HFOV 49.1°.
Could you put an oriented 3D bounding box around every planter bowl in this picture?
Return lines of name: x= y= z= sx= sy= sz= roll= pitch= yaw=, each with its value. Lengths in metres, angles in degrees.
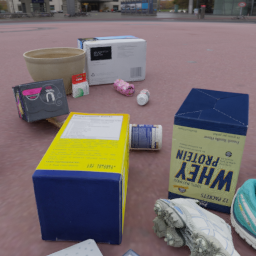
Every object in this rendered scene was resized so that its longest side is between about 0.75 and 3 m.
planter bowl: x=-2.915 y=-2.292 z=11.504 sx=2.406 sy=1.619 sz=2.406 roll=0 pitch=25 yaw=0

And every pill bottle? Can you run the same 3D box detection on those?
pill bottle: x=0.568 y=-1.121 z=10.423 sx=0.422 sy=0.422 sz=0.763 roll=5 pitch=26 yaw=11
pill bottle: x=0.285 y=0.232 z=7.288 sx=1.173 sy=0.651 sz=0.651 roll=1 pitch=25 yaw=3

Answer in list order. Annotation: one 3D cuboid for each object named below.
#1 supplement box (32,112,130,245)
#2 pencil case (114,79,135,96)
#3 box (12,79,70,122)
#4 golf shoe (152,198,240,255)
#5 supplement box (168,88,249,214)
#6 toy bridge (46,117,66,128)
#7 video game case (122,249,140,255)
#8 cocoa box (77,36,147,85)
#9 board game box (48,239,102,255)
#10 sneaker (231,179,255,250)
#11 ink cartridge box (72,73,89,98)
supplement box: x=-0.682 y=0.773 z=5.353 sx=1.333 sy=1.341 sz=2.449 roll=2 pitch=26 yaw=3
pencil case: x=-0.170 y=-1.682 z=11.558 sx=0.499 sy=0.477 sz=1.153 roll=-7 pitch=24 yaw=-30
box: x=-2.722 y=-0.879 z=8.567 sx=1.232 sy=1.069 sz=2.016 roll=-15 pitch=13 yaw=-26
golf shoe: x=1.301 y=1.679 z=4.134 sx=1.045 sy=0.841 sz=2.149 roll=-7 pitch=27 yaw=-27
supplement box: x=1.656 y=0.346 z=5.692 sx=1.214 sy=1.807 sz=1.809 roll=10 pitch=27 yaw=20
toy bridge: x=-1.854 y=-0.162 z=8.637 sx=1.616 sy=0.220 sz=0.543 roll=9 pitch=27 yaw=21
video game case: x=0.291 y=2.448 z=2.999 sx=2.284 sy=0.217 sz=1.632 roll=21 pitch=34 yaw=40
cocoa box: x=-0.788 y=-3.243 z=13.164 sx=2.823 sy=1.882 sz=1.852 roll=-10 pitch=27 yaw=-19
board game box: x=-0.899 y=2.150 z=3.461 sx=1.516 sy=0.196 sz=1.517 roll=-14 pitch=19 yaw=-22
sneaker: x=2.576 y=1.619 z=3.919 sx=0.971 sy=0.998 sz=2.506 roll=-16 pitch=32 yaw=-36
ink cartridge box: x=-1.874 y=-1.692 z=11.098 sx=0.219 sy=0.873 sz=0.703 roll=28 pitch=37 yaw=35
